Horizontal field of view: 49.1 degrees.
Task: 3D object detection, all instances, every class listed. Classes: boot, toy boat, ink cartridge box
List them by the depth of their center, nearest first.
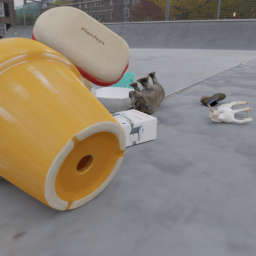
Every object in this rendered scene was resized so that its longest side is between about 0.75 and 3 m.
[{"bbox_3d":[-1.254,-1.845,7.128,2.429,1.588,1.585,32,50,-9],"label":"toy boat"},{"bbox_3d":[-0.139,0.016,7.615,1.530,0.657,1.120,-14,24,-32],"label":"ink cartridge box"},{"bbox_3d":[3.548,-1.086,11.272,1.145,0.428,0.555,-13,33,-12],"label":"boot"}]

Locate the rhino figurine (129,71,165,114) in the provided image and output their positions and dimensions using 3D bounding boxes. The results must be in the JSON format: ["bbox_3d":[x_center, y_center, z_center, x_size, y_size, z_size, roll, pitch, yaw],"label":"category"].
[{"bbox_3d":[0.676,-1.179,10.228,0.890,1.302,2.977,-23,11,24],"label":"rhino figurine"}]

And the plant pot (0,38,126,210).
[{"bbox_3d":[-1.442,0.053,5.043,2.439,2.664,2.664,33,35,32],"label":"plant pot"}]

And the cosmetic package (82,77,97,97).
[{"bbox_3d":[-1.920,-1.524,8.616,0.783,2.202,1.158,-13,38,24],"label":"cosmetic package"}]

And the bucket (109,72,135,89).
[{"bbox_3d":[-0.315,-2.208,13.605,1.392,0.905,1.392,0,20,0],"label":"bucket"}]

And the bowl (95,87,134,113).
[{"bbox_3d":[-0.566,-1.078,10.748,1.757,0.656,1.754,10,22,25],"label":"bowl"}]

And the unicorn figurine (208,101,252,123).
[{"bbox_3d":[3.323,-0.504,9.232,1.343,0.722,1.955,-6,3,14],"label":"unicorn figurine"}]
